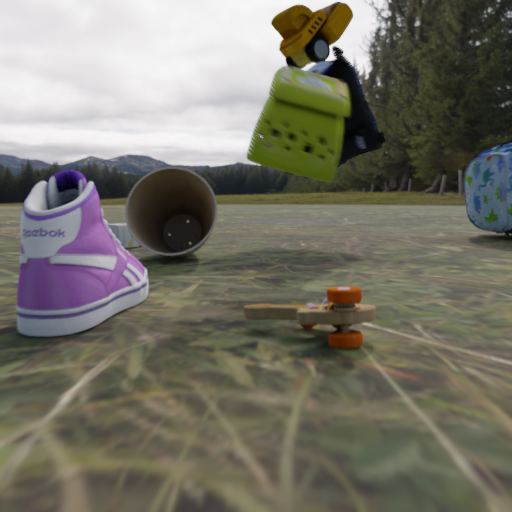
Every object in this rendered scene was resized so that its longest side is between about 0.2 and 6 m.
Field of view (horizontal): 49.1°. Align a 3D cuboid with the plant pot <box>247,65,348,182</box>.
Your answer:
[{"bbox_3d":[0.677,-1.997,8.218,1.319,1.197,1.312,15,32,-2],"label":"plant pot"}]

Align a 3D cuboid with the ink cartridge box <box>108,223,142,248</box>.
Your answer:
[{"bbox_3d":[-3.001,-0.462,12.723,0.545,0.542,0.750,6,9,40],"label":"ink cartridge box"}]

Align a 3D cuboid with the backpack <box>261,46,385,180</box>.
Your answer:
[{"bbox_3d":[1.386,-3.243,13.763,2.607,2.737,2.109,-42,26,-18],"label":"backpack"}]

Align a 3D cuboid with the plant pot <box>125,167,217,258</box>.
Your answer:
[{"bbox_3d":[-1.500,-0.625,10.728,1.627,1.627,1.737,0,-12,0],"label":"plant pot"}]

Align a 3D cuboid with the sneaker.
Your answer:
[{"bbox_3d":[-1.754,-0.155,6.080,0.953,1.499,2.629,-2,5,-1],"label":"sneaker"}]

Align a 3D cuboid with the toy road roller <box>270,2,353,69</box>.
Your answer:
[{"bbox_3d":[0.814,-3.600,8.742,0.916,1.255,0.771,43,-19,-28],"label":"toy road roller"}]

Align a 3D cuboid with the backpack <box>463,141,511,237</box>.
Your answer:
[{"bbox_3d":[6.970,-1.830,15.361,2.125,2.646,2.891,-7,3,-5],"label":"backpack"}]

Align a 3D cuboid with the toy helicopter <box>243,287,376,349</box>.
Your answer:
[{"bbox_3d":[0.471,0.490,5.025,1.212,0.478,0.801,-1,4,25],"label":"toy helicopter"}]
